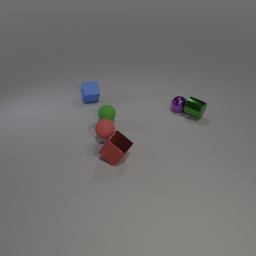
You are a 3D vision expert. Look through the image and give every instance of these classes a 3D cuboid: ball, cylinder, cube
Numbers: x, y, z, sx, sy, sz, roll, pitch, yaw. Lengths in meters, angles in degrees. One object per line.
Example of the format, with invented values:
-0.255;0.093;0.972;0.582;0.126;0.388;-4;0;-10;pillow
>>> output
-0.797;0.038;9.762;0.700;0.700;0.700;0;30;0;ball
2.749;-0.835;11.405;0.700;0.700;0.700;28;39;25;cylinder
-0.385;0.641;8.912;0.700;0.700;0.700;39;38;2;cube
2.199;-1.023;12.010;0.700;0.700;0.700;0;30;0;ball
-1.727;-1.641;12.786;0.700;0.700;0.700;-8;68;-19;cube
-0.832;-0.580;11.087;0.700;0.700;0.700;0;30;0;ball
